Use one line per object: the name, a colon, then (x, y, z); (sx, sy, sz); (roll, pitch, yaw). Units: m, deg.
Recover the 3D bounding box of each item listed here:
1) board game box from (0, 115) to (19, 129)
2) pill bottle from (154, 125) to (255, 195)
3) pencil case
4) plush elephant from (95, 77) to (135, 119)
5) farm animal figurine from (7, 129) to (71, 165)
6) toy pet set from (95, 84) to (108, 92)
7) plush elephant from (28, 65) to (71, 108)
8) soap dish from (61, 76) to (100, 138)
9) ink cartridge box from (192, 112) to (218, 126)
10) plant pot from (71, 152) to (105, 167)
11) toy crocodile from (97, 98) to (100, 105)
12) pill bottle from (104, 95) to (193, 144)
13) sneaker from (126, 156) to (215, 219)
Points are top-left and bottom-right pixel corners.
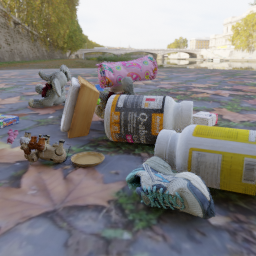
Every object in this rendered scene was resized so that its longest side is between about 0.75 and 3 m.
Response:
board game box: (-5.959, -0.333, 12.569); (1.705, 0.294, 1.154); (6, 17, 21)
pill bottle: (2.040, 0.691, 6.765); (2.609, 1.461, 1.461); (7, 17, 24)
pencil case: (-0.059, -2.586, 12.838); (2.776, 1.214, 1.214); (-12, 19, -19)
plush elephant: (-0.649, -1.180, 12.565); (1.930, 2.053, 2.492); (23, -7, 28)
farm animal figurine: (-2.753, 0.636, 8.359); (1.735, 0.872, 1.401); (11, 0, 44)
toy pet set: (-1.477, -2.616, 19.609); (1.574, 0.895, 1.686); (-1, 15, -3)
plush elephant: (-4.328, -2.432, 16.150); (2.763, 2.139, 2.276); (9, 36, 0)
soap dish: (-2.000, -0.922, 11.580); (1.116, 2.162, 2.748); (13, 12, -16)
ink cartridge box: (3.365, -0.370, 12.369); (0.819, 0.477, 1.131); (11, 19, 35)
plant pot: (-1.194, 0.940, 8.347); (0.998, 0.137, 0.998); (1, 16, 0)
toy crocodile: (-1.758, -1.538, 16.762); (0.486, 0.444, 1.438); (-15, 26, -43)
pill bottle: (0.765, -0.299, 9.848); (2.915, 1.696, 1.696); (3, 16, 13)
sneaker: (0.779, 1.385, 5.833); (1.013, 0.911, 2.348); (-23, 19, -23)
